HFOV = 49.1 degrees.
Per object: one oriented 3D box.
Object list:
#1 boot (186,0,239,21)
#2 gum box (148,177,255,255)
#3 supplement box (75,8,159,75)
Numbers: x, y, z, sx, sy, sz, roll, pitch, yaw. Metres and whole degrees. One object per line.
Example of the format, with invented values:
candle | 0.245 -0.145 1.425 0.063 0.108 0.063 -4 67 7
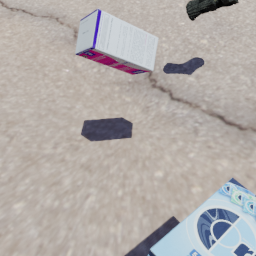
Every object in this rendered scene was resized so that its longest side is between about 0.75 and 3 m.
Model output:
boot | 2.602 -3.882 8.665 1.277 0.643 1.708 -17 8 39
gum box | 1.267 1.472 3.129 1.650 0.368 1.402 -27 52 -35
supplement box | -0.195 -1.599 5.440 1.419 0.733 0.718 11 -4 -34
